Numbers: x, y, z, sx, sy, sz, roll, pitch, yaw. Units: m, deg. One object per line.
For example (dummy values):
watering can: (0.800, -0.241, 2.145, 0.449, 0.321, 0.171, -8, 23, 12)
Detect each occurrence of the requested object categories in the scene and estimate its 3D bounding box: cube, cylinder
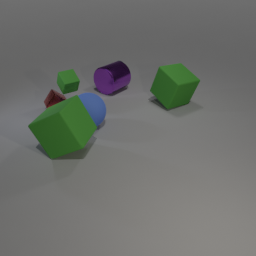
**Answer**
cube: (-3.176, -1.160, 12.320, 0.700, 0.700, 0.700, 27, 13, -36)
cube: (-2.146, -0.036, 9.452, 1.400, 1.400, 1.400, -20, 22, 25)
cube: (-2.558, -1.977, 11.956, 0.700, 0.700, 0.700, -21, 68, -30)
cylinder: (-0.798, -2.576, 14.336, 1.400, 1.400, 1.400, 21, 36, 32)
cube: (2.109, -1.926, 12.753, 1.400, 1.400, 1.400, -16, 53, -33)

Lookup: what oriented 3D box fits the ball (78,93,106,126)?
ball: (-1.556, -0.687, 11.017, 1.400, 1.400, 1.400, 0, 30, 0)
